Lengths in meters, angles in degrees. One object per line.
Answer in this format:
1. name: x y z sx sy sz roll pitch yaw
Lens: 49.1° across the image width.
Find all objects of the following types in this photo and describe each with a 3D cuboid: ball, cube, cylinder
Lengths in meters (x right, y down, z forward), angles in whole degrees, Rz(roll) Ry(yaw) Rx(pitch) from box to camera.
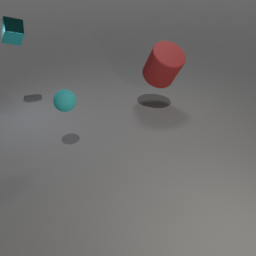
1. ball: -1.955 -0.842 8.648 0.700 0.700 0.700 0 30 0
2. cube: -4.329 -3.618 10.482 0.700 0.700 0.700 0 67 -32
3. cylinder: 1.457 -2.596 11.577 1.400 1.400 1.400 8 60 -14
